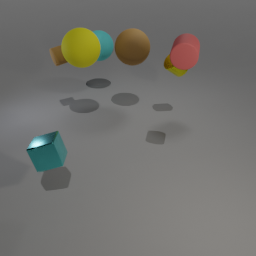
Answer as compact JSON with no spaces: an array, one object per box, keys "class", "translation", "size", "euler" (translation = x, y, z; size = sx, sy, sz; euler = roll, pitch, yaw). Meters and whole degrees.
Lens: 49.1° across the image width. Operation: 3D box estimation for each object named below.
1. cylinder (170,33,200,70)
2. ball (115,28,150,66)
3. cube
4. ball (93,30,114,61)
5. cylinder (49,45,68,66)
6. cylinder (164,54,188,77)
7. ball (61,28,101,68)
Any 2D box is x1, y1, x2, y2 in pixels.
[{"class":"cylinder","translation":[1.450,-1.941,7.109],"size":[0.700,0.700,0.700],"euler":[7,39,12]},{"class":"ball","translation":[0.172,-3.166,10.988],"size":[1.400,1.400,1.400],"euler":[0,30,0]},{"class":"cube","translation":[-2.039,0.595,7.145],"size":[0.700,0.700,0.700],"euler":[-15,24,5]},{"class":"ball","translation":[-1.387,-3.908,13.330],"size":[1.400,1.400,1.400],"euler":[0,30,0]},{"class":"cylinder","translation":[-2.611,-2.867,10.973],"size":[0.700,0.700,0.700],"euler":[-25,37,-18]},{"class":"cylinder","translation":[1.838,-2.403,10.656],"size":[0.700,0.700,0.700],"euler":[22,13,-38]},{"class":"ball","translation":[-1.701,-2.904,10.173],"size":[1.400,1.400,1.400],"euler":[0,30,0]}]
